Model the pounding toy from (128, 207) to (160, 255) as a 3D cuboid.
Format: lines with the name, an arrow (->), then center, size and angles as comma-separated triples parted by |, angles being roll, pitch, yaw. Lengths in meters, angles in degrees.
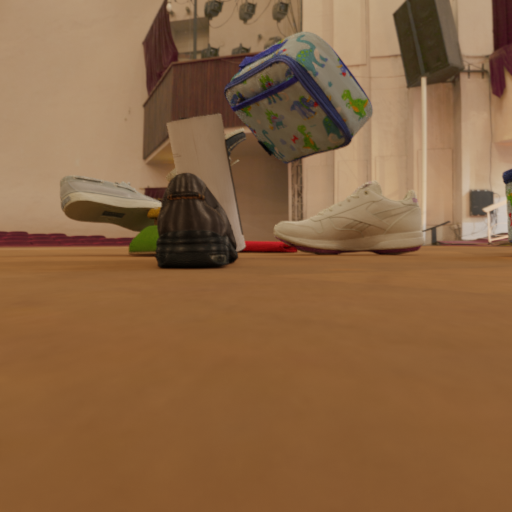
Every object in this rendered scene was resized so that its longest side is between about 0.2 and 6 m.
pounding toy -> -1.456, -0.509, 10.293 | 1.627, 0.978, 2.108 | -1, 0, 2

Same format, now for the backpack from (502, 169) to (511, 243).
backpack -> 5.909, -1.160, 9.253 | 3.267, 2.401, 2.990 | -4, -1, -14

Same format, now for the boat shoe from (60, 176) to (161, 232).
boat shoe -> -2.525, -1.043, 10.404 | 2.331, 0.830, 0.813 | 8, -37, -46

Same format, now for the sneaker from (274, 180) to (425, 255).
sneaker -> 1.791, -0.728, 10.975 | 2.905, 1.447, 1.088 | -1, 1, 0

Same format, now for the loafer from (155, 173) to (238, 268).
loafer -> -0.610, -0.331, 6.043 | 0.864, 0.858, 2.373 | -1, 1, -7

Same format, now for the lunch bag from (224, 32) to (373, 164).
lunch bag -> 0.492, -2.134, 7.739 | 1.582, 0.811, 1.968 | 48, -20, -23

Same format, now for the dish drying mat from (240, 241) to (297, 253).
dish drying mat -> -0.567, -0.213, 13.840 | 3.336, 0.304, 1.281 | 2, 3, 29

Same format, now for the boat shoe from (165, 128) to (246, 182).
boat shoe -> -1.026, -2.188, 13.030 | 2.329, 0.720, 0.872 | -41, 9, -30

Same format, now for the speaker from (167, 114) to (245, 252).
speaker -> -0.721, -1.014, 8.102 | 0.813, 2.002, 0.813 | -10, 11, 2
